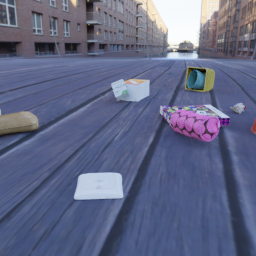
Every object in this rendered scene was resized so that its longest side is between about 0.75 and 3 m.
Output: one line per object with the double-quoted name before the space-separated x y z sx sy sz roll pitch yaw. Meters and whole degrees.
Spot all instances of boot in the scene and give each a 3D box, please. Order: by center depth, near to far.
"boot" -5.001 -0.156 10.185 2.295 0.866 2.620 26 29 38

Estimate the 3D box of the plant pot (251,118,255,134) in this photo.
"plant pot" 5.594 -0.726 10.048 1.957 1.903 1.957 0 18 0

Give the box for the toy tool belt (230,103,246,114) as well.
"toy tool belt" 5.146 -0.968 13.110 0.490 0.498 0.797 24 28 34

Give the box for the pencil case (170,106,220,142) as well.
"pencil case" 2.273 -0.165 9.539 0.955 0.925 2.038 -16 18 -16

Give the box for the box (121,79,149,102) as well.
"box" 0.354 -2.210 16.147 1.218 0.954 1.958 7 19 21

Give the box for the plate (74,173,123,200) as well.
"plate" -0.671 1.311 6.579 1.085 0.176 1.088 0 18 -4

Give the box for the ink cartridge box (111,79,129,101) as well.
"ink cartridge box" -0.414 -2.016 14.829 0.708 0.401 0.965 -21 60 4

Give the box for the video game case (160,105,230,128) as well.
"video game case" 2.724 -0.534 11.857 2.369 0.424 2.147 -1 18 -4

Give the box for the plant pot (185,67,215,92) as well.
"plant pot" 4.940 -3.252 18.666 1.569 1.523 1.533 -9 19 -43

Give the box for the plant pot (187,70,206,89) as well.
"plant pot" 4.608 -3.068 18.260 0.976 1.216 1.216 12 14 -18
